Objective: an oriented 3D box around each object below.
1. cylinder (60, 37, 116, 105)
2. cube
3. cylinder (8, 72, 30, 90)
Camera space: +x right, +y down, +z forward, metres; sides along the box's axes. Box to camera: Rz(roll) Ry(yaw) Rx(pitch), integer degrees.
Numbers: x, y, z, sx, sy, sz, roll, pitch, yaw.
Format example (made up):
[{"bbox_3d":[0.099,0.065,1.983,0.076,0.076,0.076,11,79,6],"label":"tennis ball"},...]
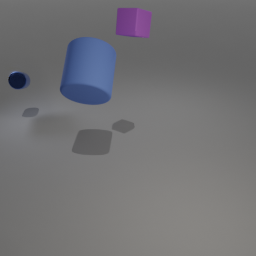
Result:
[{"bbox_3d":[-1.091,-1.545,7.826,1.400,1.400,1.400,4,72,6],"label":"cylinder"},{"bbox_3d":[0.159,-2.912,7.784,0.700,0.700,0.700,17,20,34],"label":"cube"},{"bbox_3d":[-4.401,-1.927,11.369,0.700,0.700,0.700,-3,10,-6],"label":"cylinder"}]
